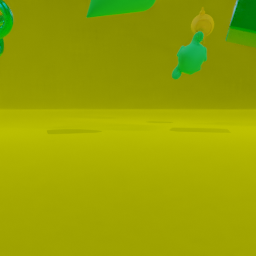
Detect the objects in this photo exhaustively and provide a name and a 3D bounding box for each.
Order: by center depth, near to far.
[{"bbox_3d":[-0.387,-2.681,5.754,1.460,1.460,1.465,5,50,52],"label":"cone"},{"bbox_3d":[3.122,-2.660,6.598,1.214,1.214,1.214,17,6,14],"label":"cube"},{"bbox_3d":[-3.208,-2.529,6.847,0.653,1.414,1.323,17,-42,-30],"label":"knot shape"},{"bbox_3d":[2.757,-3.790,10.322,0.829,1.334,0.653,-4,31,12],"label":"teapot"},{"bbox_3d":[2.291,-2.768,10.764,1.388,1.930,1.163,43,24,31],"label":"monkey head"}]
